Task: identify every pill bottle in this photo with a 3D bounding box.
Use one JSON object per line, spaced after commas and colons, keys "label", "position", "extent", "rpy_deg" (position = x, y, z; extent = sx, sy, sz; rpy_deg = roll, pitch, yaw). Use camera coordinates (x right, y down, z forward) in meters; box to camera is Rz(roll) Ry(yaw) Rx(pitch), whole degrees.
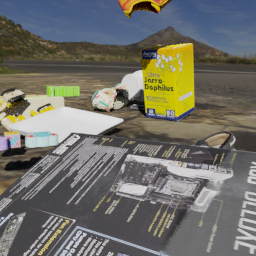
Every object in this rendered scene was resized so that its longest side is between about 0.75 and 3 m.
{"label": "pill bottle", "position": [0.978, -2.134, 14.073], "extent": [1.532, 1.532, 2.633], "rpy_deg": [12, 18, 40]}

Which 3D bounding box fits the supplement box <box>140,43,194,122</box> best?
{"label": "supplement box", "position": [1.400, -1.604, 9.676], "extent": [1.303, 2.394, 1.311], "rpy_deg": [9, 25, 38]}

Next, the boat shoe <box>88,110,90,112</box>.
{"label": "boat shoe", "position": [-1.361, -0.284, 8.566], "extent": [1.748, 0.495, 0.600], "rpy_deg": [1, 14, 5]}

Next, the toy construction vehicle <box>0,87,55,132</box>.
{"label": "toy construction vehicle", "position": [-3.237, -0.436, 8.432], "extent": [1.547, 0.626, 1.777], "rpy_deg": [36, 36, 9]}

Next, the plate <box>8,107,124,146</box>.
{"label": "plate", "position": [-1.521, -0.003, 7.233], "extent": [2.131, 0.345, 2.136], "rpy_deg": [14, 23, 25]}

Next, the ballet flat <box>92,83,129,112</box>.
{"label": "ballet flat", "position": [-0.522, -1.229, 11.986], "extent": [0.955, 1.130, 2.989], "rpy_deg": [34, 27, 10]}

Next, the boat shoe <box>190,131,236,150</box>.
{"label": "boat shoe", "position": [1.335, 0.508, 4.993], "extent": [2.076, 0.626, 0.767], "rpy_deg": [-12, 18, -41]}

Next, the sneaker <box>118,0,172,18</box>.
{"label": "sneaker", "position": [0.873, -3.358, 7.048], "extent": [2.246, 0.866, 0.820], "rpy_deg": [-20, -2, 1]}

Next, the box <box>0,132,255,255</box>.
{"label": "box", "position": [-0.208, 0.948, 1.563], "extent": [1.949, 0.615, 2.472], "rpy_deg": [5, 32, 28]}

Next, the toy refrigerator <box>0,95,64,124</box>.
{"label": "toy refrigerator", "position": [-3.473, -0.717, 9.671], "extent": [2.354, 0.824, 0.894], "rpy_deg": [-8, 16, -29]}

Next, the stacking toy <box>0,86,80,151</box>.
{"label": "stacking toy", "position": [-1.683, 0.193, 4.269], "extent": [2.105, 1.587, 0.495], "rpy_deg": [-7, 14, -28]}

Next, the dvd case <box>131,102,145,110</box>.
{"label": "dvd case", "position": [1.460, -0.995, 12.190], "extent": [1.736, 0.187, 2.335], "rpy_deg": [9, 16, 32]}
